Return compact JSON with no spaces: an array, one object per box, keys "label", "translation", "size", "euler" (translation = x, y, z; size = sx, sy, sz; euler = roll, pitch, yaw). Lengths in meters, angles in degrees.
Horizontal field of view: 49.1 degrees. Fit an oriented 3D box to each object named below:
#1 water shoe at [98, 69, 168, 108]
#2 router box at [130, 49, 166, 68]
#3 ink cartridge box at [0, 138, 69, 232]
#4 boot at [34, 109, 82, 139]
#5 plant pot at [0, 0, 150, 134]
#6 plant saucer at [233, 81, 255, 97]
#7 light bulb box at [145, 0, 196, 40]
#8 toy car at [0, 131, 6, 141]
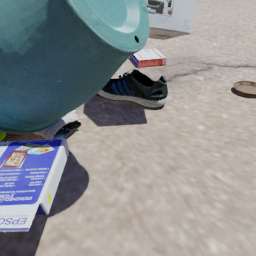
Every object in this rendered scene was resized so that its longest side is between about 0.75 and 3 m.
[{"label":"water shoe","translation":[0.073,-1.392,8.666],"size":[2.529,0.998,0.904],"euler":[15,35,22]},{"label":"router box","translation":[0.818,-2.959,11.772],"size":[1.195,0.325,1.331],"euler":[-8,33,-12]},{"label":"ink cartridge box","translation":[-1.748,0.744,3.569],"size":[1.679,0.399,1.699],"euler":[-2,32,4]},{"label":"boot","translation":[-1.692,-0.362,7.384],"size":[1.169,0.900,2.446],"euler":[34,32,7]},{"label":"plant pot","translation":[-1.156,-1.505,4.255],"size":[2.499,2.659,2.659],"euler":[-19,18,37]},{"label":"plant saucer","translation":[4.030,-1.281,9.267],"size":[1.061,0.183,1.061],"euler":[0,31,0]},{"label":"light bulb box","translation":[0.723,-3.422,6.882],"size":[1.356,2.173,2.154],"euler":[4,13,-12]},{"label":"toy car","translation":[-3.795,-0.630,7.347],"size":[2.344,1.849,1.925],"euler":[-11,31,35]}]
